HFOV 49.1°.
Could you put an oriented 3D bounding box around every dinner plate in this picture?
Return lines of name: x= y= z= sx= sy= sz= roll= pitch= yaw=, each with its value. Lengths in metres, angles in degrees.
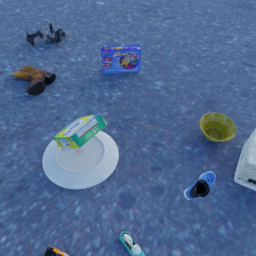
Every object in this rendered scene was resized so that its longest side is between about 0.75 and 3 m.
dinner plate: x=-1.840 y=1.005 z=10.849 sx=2.952 sy=0.358 sz=2.952 roll=-1 pitch=46 yaw=1

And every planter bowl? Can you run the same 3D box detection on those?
planter bowl: x=3.580 y=0.109 z=11.431 sx=1.484 sy=0.618 sz=1.484 roll=3 pitch=51 yaw=-4

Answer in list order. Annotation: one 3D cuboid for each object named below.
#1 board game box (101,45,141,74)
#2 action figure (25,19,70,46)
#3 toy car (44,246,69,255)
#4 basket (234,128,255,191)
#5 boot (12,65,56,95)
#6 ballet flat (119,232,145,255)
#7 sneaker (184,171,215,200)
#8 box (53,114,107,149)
board game box: x=-0.354 y=-3.495 z=14.282 sx=1.993 sy=1.340 sz=0.446 roll=-4 pitch=47 yaw=-5
action figure: x=-4.675 y=-5.527 z=16.264 sx=2.426 sy=1.238 sz=1.442 roll=-12 pitch=38 yaw=-9
toy car: x=-2.007 y=4.437 z=7.702 sx=0.712 sy=1.049 sz=2.140 roll=26 pitch=56 yaw=-37
basket: x=4.842 y=1.128 z=10.097 sx=1.361 sy=1.239 sz=2.008 roll=20 pitch=50 yaw=17
boot: x=-4.920 y=-2.451 z=13.771 sx=2.041 sy=0.699 sz=1.921 roll=20 pitch=51 yaw=18
ballet flat: x=0.114 y=3.552 z=8.454 sx=0.350 sy=0.366 sz=1.040 roll=-30 pitch=55 yaw=-32
sneaker: x=2.116 y=1.551 z=7.703 sx=1.164 sy=0.648 sz=0.447 roll=-28 pitch=82 yaw=-25
box: x=-1.798 y=0.133 z=9.925 sx=1.322 sy=0.545 sz=2.254 roll=-42 pitch=16 yaw=-26
